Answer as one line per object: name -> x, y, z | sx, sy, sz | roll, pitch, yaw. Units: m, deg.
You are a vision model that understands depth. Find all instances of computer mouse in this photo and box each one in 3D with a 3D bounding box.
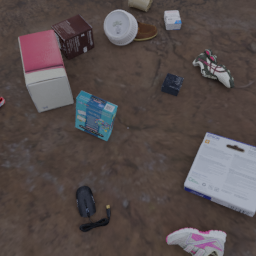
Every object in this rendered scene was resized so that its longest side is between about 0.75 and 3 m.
computer mouse -> -1.224, 2.706, 9.808 | 1.142, 0.374, 1.627 | -10, 59, -5

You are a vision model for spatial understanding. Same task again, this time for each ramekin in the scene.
ramekin -> -0.403, -4.972, 13.767 | 1.643, 0.863, 1.643 | 1, 94, 15

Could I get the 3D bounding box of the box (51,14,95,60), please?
box -> -2.657, -4.433, 13.663 | 1.552, 1.287, 1.274 | -32, 64, -18

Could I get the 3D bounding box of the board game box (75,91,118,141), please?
board game box -> -1.250, -0.413, 10.619 | 1.435, 1.901, 0.446 | 24, 56, 3

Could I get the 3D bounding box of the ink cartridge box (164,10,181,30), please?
ink cartridge box -> 2.375, -5.768, 14.981 | 0.757, 0.437, 1.036 | -3, 58, -2

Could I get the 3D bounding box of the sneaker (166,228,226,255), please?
sneaker -> 2.199, 3.729, 8.932 | 1.958, 0.796, 0.864 | 2, 56, 2

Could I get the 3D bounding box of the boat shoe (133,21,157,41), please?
boat shoe -> 0.257, -5.056, 14.297 | 2.525, 0.853, 0.909 | 2, 58, 1

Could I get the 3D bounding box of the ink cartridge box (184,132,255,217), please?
ink cartridge box -> 3.637, 1.584, 10.232 | 2.450, 0.540, 2.495 | 19, 60, 22

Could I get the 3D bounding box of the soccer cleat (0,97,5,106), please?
soccer cleat -> -5.655, -0.951, 12.078 | 0.296, 0.339, 0.887 | 23, 61, 13

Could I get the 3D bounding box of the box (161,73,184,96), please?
box -> 1.993, -1.953, 12.606 | 0.781, 0.484, 0.768 | 21, 61, 12

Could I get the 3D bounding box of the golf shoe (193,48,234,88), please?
golf shoe -> 3.977, -2.558, 12.921 | 1.010, 0.885, 2.293 | -35, 63, 7

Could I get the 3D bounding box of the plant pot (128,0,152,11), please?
plant pot -> 0.732, -7.024, 15.457 | 1.061, 1.159, 1.159 | 30, 63, 4

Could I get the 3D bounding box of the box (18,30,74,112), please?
box -> -3.532, -2.481, 12.110 | 1.592, 1.868, 2.922 | -16, 60, -9
